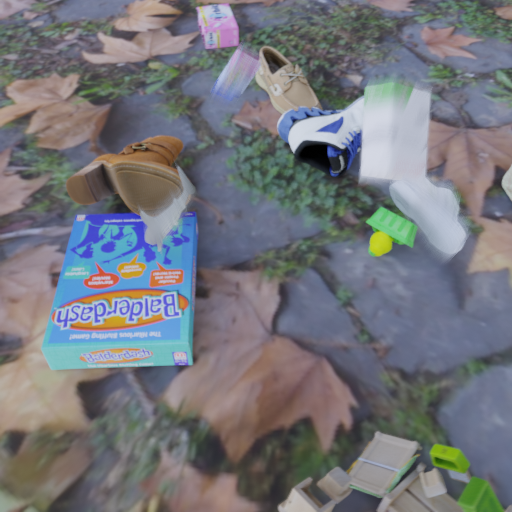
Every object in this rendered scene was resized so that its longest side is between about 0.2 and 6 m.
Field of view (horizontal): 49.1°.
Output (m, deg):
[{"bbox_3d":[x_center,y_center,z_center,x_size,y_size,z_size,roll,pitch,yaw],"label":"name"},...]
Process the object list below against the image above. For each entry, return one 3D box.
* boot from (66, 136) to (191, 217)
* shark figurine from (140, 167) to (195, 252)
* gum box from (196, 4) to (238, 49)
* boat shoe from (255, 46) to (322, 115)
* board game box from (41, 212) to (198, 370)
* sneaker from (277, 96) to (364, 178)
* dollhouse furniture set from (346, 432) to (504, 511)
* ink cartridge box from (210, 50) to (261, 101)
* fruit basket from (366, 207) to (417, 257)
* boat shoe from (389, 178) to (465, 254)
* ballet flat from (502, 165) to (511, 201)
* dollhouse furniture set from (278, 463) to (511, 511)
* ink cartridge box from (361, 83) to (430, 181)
[{"bbox_3d":[-2.026,-1.691,11.135,2.911,1.116,2.260,-1,28,33],"label":"boot"},{"bbox_3d":[-1.569,-0.703,9.296,0.612,1.467,0.877,31,22,-20],"label":"shark figurine"},{"bbox_3d":[-1.150,-6.755,16.397,0.963,0.561,1.696,-9,48,-8],"label":"gum box"},{"bbox_3d":[0.742,-4.303,13.957,0.965,0.873,2.706,-23,52,-19],"label":"boat shoe"},{"bbox_3d":[-2.203,0.491,9.734,2.290,0.677,3.011,-2,48,-2],"label":"board game box"},{"bbox_3d":[2.002,-2.519,12.290,2.866,1.158,1.655,-11,52,0],"label":"sneaker"},{"bbox_3d":[2.196,3.041,7.333,1.930,0.745,0.965,-4,31,51],"label":"dollhouse furniture set"},{"bbox_3d":[-0.421,-3.634,11.460,0.603,1.010,0.212,12,40,-44],"label":"ink cartridge box"},{"bbox_3d":[2.496,-0.361,10.671,0.973,0.702,0.973,-3,83,26],"label":"fruit basket"},{"bbox_3d":[3.040,-0.869,9.542,0.757,0.834,2.268,-27,34,3],"label":"boat shoe"},{"bbox_3d":[5.552,-1.015,11.076,0.785,0.726,2.328,-8,48,-7],"label":"ballet flat"},{"bbox_3d":[1.801,3.575,7.170,2.561,1.251,2.184,-12,39,-46],"label":"dollhouse furniture set"},{"bbox_3d":[2.134,-1.852,8.579,0.989,1.354,0.571,0,5,-41],"label":"ink cartridge box"}]
